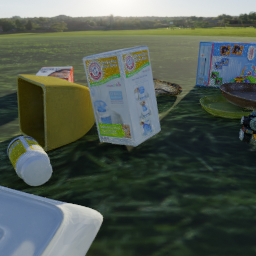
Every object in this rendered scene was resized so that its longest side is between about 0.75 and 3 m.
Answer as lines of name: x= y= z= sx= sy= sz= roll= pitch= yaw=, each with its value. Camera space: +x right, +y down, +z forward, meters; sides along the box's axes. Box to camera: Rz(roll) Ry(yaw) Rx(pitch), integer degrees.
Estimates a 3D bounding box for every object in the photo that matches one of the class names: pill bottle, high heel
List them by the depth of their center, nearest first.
pill bottle: x=-2.068 y=0.679 z=5.898 sx=0.689 sy=0.689 sz=1.206 roll=-13 pitch=26 yaw=-29
high heel: x=1.280 y=-1.712 z=11.685 sx=1.880 sy=0.671 sz=1.340 roll=1 pitch=14 yaw=-22

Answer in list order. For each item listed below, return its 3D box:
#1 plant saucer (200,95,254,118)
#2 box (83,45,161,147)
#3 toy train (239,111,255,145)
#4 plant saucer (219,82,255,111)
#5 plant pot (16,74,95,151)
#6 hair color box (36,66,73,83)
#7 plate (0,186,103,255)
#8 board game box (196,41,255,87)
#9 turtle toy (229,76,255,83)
plant saucer: x=3.554 y=-0.744 z=9.849 sx=2.053 sy=0.319 sz=2.053 roll=1 pitch=22 yaw=0
box: x=-0.126 y=-0.831 z=7.160 sx=1.275 sy=2.267 sz=1.149 roll=4 pitch=22 yaw=40
toy train: x=3.545 y=0.124 z=6.916 sx=1.510 sy=0.861 sz=0.643 roll=11 pitch=27 yaw=15
plant saucer: x=4.607 y=-1.049 z=9.651 sx=2.888 sy=0.463 sz=2.888 roll=2 pitch=22 yaw=-1
plant pot: x=-1.869 y=-0.562 z=7.764 sx=1.742 sy=1.691 sz=1.703 roll=-12 pitch=25 yaw=-39
hair color box: x=-3.278 y=-2.143 z=12.585 sx=1.478 sy=0.852 sz=2.664 roll=-2 pitch=24 yaw=-7
plate: x=-1.951 y=1.589 z=3.517 sx=2.569 sy=0.416 sz=2.574 roll=11 pitch=31 yaw=15
board game box: x=4.553 y=-2.856 z=12.747 sx=2.693 sy=2.037 sz=0.493 roll=7 pitch=23 yaw=15
turtle toy: x=4.930 y=-1.891 z=12.164 sx=1.358 sy=0.687 sz=0.990 roll=-7 pitch=23 yaw=-17
